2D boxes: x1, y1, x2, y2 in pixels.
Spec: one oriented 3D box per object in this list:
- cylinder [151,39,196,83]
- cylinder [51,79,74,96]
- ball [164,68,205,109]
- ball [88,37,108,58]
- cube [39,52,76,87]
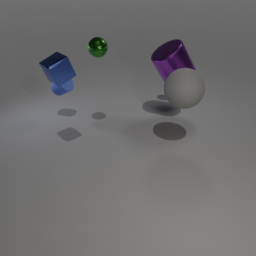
[{"bbox_3d":[1.858,-2.629,11.450,1.400,1.400,1.400,-25,34,19],"label":"cylinder"},{"bbox_3d":[-2.774,-1.797,11.850,0.700,0.700,0.700,-16,15,39],"label":"cylinder"},{"bbox_3d":[1.950,-1.363,9.697,1.400,1.400,1.400,0,29,0],"label":"ball"},{"bbox_3d":[-1.056,-2.821,9.803,0.700,0.700,0.700,0,29,0],"label":"ball"},{"bbox_3d":[-2.156,-1.807,8.609,0.700,0.700,0.700,-39,45,-19],"label":"cube"}]
